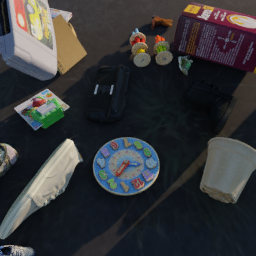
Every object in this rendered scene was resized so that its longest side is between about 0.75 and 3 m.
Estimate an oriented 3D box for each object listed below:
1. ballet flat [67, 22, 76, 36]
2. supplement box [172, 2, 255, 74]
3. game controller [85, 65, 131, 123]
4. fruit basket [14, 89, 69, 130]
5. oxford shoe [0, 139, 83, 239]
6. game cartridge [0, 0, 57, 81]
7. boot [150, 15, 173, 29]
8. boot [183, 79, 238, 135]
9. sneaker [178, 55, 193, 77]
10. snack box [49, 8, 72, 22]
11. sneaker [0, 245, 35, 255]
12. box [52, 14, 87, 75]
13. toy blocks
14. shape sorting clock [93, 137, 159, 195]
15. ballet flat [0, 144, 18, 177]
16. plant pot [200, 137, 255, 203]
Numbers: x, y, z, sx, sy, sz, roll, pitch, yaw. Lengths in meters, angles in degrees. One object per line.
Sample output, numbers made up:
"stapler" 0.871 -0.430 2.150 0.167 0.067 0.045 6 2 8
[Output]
"ballet flat" -2.612 -2.790 9.572 0.870 0.806 2.469 17 56 12
"supplement box" 3.143 -3.052 9.296 2.916 1.249 1.609 19 43 13
"game controller" -0.585 -1.114 8.683 1.181 0.477 2.264 -2 53 16
"fruit basket" -2.528 -0.613 8.165 1.186 0.600 1.281 -37 59 -23
"oxford shoe" -1.956 1.441 6.577 0.772 1.005 2.672 43 61 -14
"game cartridge" -2.530 -2.728 6.962 0.587 1.912 2.873 -13 81 11
"boot" 1.287 -4.001 10.831 0.832 0.285 0.783 15 48 2
"boot" 2.300 -0.673 8.173 1.423 0.642 1.736 27 52 15
"sneaker" 1.930 -2.105 9.264 0.419 0.363 0.945 -24 50 27
"snack box" -2.992 -4.548 11.206 1.426 0.173 0.513 16 56 11
"sneaker" -2.410 2.669 5.985 0.784 0.334 0.302 2 55 1
"box" -2.208 -2.752 9.233 0.165 1.553 1.269 1 43 50
"toy blocks" 0.761 -2.920 9.801 1.342 0.585 1.611 -5 55 -3
"shape sorting clock" -0.047 0.926 7.220 1.716 0.337 1.716 0 55 0
"ballet flat" -3.568 1.242 6.740 0.788 0.788 2.191 20 57 13
"plant pot" 2.328 1.073 6.679 1.300 1.300 1.190 24 70 16
